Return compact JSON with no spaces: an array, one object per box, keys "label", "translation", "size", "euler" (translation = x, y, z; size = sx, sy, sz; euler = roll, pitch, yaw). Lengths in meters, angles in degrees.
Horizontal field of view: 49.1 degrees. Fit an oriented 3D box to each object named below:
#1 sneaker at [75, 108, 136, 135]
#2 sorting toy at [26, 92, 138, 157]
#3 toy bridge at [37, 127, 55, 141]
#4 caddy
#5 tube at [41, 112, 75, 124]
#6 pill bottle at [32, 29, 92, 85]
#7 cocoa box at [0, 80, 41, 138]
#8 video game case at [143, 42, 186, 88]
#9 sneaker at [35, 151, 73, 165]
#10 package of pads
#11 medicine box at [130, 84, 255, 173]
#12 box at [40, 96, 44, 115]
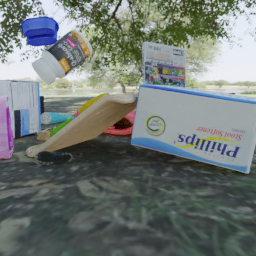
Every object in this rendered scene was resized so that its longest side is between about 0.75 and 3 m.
[{"label":"sneaker","translation":[-0.738,-0.353,9.729],"size":[2.991,1.102,1.297],"euler":[4,10,24]},{"label":"sorting toy","translation":[-0.791,-0.243,7.033],"size":[2.850,0.520,2.638],"euler":[-29,-5,26]},{"label":"toy bridge","translation":[-2.241,0.104,9.378],"size":[0.724,0.293,2.154],"euler":[3,9,26]},{"label":"caddy","translation":[-3.740,-4.174,11.977],"size":[1.591,0.835,1.125],"euler":[-8,-25,-5]},{"label":"tube","translation":[-3.230,-0.474,12.876],"size":[0.787,0.512,2.034],"euler":[9,6,16]},{"label":"pill bottle","translation":[-3.102,-3.320,13.245],"size":[2.641,1.537,1.537],"euler":[-45,27,-18]},{"label":"cocoa box","translation":[-4.543,-0.674,9.311],"size":[2.746,1.831,1.802],"euler":[3,9,22]},{"label":"video game case","translation":[1.809,-2.910,13.666],"size":[2.452,2.235,0.282],"euler":[1,-2,-28]},{"label":"sneaker","translation":[-1.589,0.642,5.968],"size":[0.773,0.292,0.306],"euler":[6,-4,-23]},{"label":"package of pads","translation":[-3.790,0.011,6.158],"size":[2.330,1.404,0.881],"euler":[-3,9,-15]},{"label":"medicine box","translation":[1.721,-0.178,6.514],"size":[2.401,1.357,2.636],"euler":[12,11,23]},{"label":"box","translation":[-5.904,-1.185,15.130],"size":[1.944,1.160,1.976],"euler":[3,9,19]}]
